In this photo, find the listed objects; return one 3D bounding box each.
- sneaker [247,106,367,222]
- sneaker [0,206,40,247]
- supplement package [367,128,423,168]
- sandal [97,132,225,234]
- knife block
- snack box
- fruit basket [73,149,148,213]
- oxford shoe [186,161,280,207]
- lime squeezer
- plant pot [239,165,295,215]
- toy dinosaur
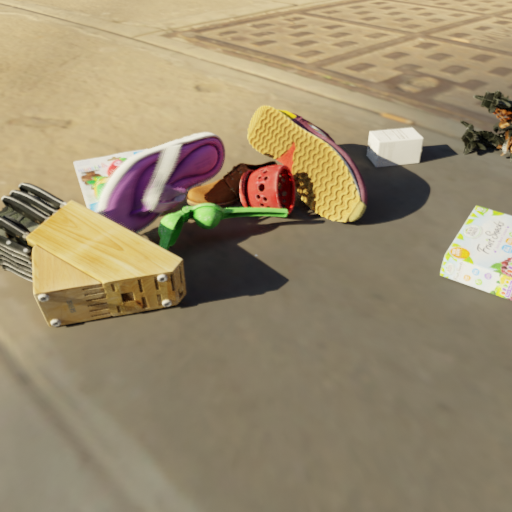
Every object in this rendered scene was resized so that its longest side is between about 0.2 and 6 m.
[{"bbox_3d":[1.313,-1.926,11.361,1.531,1.273,3.398,-1,43,-44],"label":"sneaker"},{"bbox_3d":[-3.884,-0.590,9.898,1.750,0.669,1.002,-14,54,-11],"label":"sneaker"},{"bbox_3d":[3.108,-2.442,12.597,1.041,0.631,0.624,-6,36,-9],"label":"supplement package"},{"bbox_3d":[-1.501,-1.356,9.829,0.754,1.248,3.067,15,45,37],"label":"sandal"},{"bbox_3d":[-2.666,-0.232,8.701,2.815,0.901,2.472,-9,53,-10],"label":"knife block"},{"bbox_3d":[4.048,-0.087,9.438,1.309,0.488,1.841,20,40,26],"label":"snack box"},{"bbox_3d":[-2.624,-1.473,10.909,1.553,0.786,1.676,-13,59,-18],"label":"fruit basket"},{"bbox_3d":[-0.470,-1.488,11.218,2.037,0.726,0.726,-19,42,-21],"label":"oxford shoe"},{"bbox_3d":[-0.930,-0.464,9.590,3.125,0.589,1.104,-31,50,-28],"label":"lime squeezer"},{"bbox_3d":[0.192,-1.219,10.605,0.857,0.941,0.941,-2,33,24],"label":"plant pot"},{"bbox_3d":[5.929,-2.889,13.000,1.997,1.503,2.943,10,15,-11],"label":"toy dinosaur"}]
